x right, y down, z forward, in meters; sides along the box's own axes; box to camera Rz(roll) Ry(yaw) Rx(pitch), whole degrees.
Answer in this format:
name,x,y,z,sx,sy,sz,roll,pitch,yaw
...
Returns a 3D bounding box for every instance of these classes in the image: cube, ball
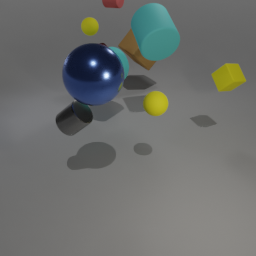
name,x,y,z,sx,sy,sz,roll,pitch,yaw
cube,0.683,-3.896,13.442,1.400,1.400,1.400,32,9,-45
cube,3.436,-1.721,9.577,0.700,0.700,0.700,-8,72,-34
ball,-1.538,-4.097,11.313,0.700,0.700,0.700,0,31,0
ball,-0.780,-1.203,6.364,1.400,1.400,1.400,0,31,0
ball,0.769,-0.678,7.803,0.700,0.700,0.700,0,31,0

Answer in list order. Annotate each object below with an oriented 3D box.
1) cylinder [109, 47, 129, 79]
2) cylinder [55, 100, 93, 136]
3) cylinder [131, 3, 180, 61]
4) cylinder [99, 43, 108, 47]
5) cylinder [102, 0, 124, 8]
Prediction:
name,x,y,z,sx,sy,sz,roll,pitch,yaw
cylinder,-0.905,-2.215,10.523,1.400,1.400,1.400,19,34,28
cylinder,-1.381,-0.256,7.220,0.700,0.700,0.700,-32,17,31
cylinder,0.932,-3.334,9.776,1.400,1.400,1.400,-8,57,-13
cylinder,-1.096,-3.328,12.565,0.700,0.700,0.700,-12,64,25
cylinder,-0.624,-5.432,11.789,0.700,0.700,0.700,15,34,25
